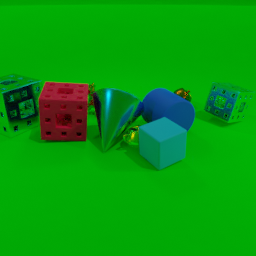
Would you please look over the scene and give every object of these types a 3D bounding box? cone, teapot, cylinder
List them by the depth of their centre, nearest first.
[{"bbox_3d":[0.296,0.202,7.646,1.157,0.566,0.719,-10,25,-43],"label":"teapot"},{"bbox_3d":[-0.453,-0.022,7.660,1.529,1.529,1.535,8,66,16],"label":"cone"},{"bbox_3d":[1.148,-0.449,8.274,1.187,1.187,1.187,-12,29,-23],"label":"cylinder"},{"bbox_3d":[2.031,-1.173,10.220,0.733,0.577,1.179,44,20,-5],"label":"teapot"}]

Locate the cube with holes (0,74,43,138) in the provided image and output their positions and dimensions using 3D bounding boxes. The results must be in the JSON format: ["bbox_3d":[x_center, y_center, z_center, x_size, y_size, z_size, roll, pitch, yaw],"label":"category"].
[{"bbox_3d":[-3.587,-0.751,8.690,1.393,1.393,1.393,17,31,30],"label":"cube with holes"}]

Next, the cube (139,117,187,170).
[{"bbox_3d":[0.842,0.362,6.910,0.837,0.837,0.837,-21,35,-26],"label":"cube"}]

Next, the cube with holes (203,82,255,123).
[{"bbox_3d":[3.245,-0.848,9.045,0.996,0.996,0.996,-6,28,-41],"label":"cube with holes"}]

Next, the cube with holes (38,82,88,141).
[{"bbox_3d":[-1.808,-0.496,8.112,1.254,1.254,1.254,2,30,-8],"label":"cube with holes"}]

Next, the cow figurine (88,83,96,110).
[{"bbox_3d":[-1.112,-1.008,9.543,0.934,0.919,0.513,25,27,6],"label":"cow figurine"}]
